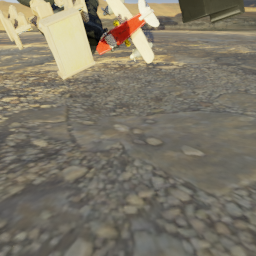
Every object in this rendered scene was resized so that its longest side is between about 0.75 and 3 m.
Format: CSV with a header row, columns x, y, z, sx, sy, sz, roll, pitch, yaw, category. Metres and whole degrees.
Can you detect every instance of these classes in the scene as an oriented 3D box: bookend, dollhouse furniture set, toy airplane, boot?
x,y,z,sx,sy,sz,roll,pitch,yaw,category
1.050,-2.903,5.411,1.988,2.001,0.922,-24,16,-21,bookend
-0.939,-1.226,3.620,0.995,0.705,1.084,-30,46,-18,dollhouse furniture set
0.017,-3.468,9.738,2.117,2.126,1.500,8,9,-7,toy airplane
-1.813,-2.809,6.757,2.355,0.938,2.858,4,40,-10,boot
